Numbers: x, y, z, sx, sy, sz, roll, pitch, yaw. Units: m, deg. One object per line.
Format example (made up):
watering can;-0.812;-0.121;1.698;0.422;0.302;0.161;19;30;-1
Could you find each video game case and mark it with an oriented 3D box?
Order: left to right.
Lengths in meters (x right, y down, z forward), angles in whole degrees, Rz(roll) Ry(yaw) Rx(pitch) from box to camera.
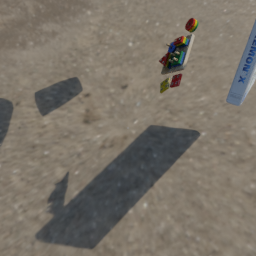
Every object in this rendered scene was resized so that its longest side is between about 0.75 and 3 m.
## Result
video game case;2.791;-1.944;5.706;0.311;2.575;2.825;23;26;21

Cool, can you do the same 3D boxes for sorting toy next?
sorting toy;0.904;-1.453;5.623;0.256;0.730;1.514;21;82;-27
